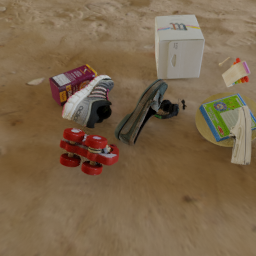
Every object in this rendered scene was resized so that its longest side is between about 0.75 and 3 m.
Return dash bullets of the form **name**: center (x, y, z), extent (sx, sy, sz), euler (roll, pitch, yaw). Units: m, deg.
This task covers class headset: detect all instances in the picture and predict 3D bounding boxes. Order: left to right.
- **headset**: center (1.283, -0.540, 8.374), extent (1.113, 0.523, 0.687), euler (-31, 37, -22)

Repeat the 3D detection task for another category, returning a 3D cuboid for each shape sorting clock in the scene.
- **shape sorting clock**: center (2.832, -0.266, 7.915), extent (1.812, 0.356, 1.812), euler (-4, 57, 7)

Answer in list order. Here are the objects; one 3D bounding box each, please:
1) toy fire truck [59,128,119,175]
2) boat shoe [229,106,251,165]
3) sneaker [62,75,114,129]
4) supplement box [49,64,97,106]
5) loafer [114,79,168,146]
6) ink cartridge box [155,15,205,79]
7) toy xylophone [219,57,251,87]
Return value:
- **toy fire truck**: center (-0.847, 0.474, 6.682), extent (1.465, 0.821, 1.230), euler (16, 15, 22)
- **boat shoe**: center (2.843, 0.165, 7.160), extent (0.504, 0.552, 1.535), euler (2, 80, 14)
- **sneaker**: center (-0.890, -0.738, 8.281), extent (1.093, 0.922, 2.499), euler (35, 35, 2)
- **supplement box**: center (-1.723, -1.382, 8.973), extent (1.405, 0.775, 0.602), euler (-29, 55, -28)
- **loafer**: center (0.514, -0.397, 7.645), extent (0.656, 0.750, 2.086), euler (34, 81, 31)
- **ink cartridge box**: center (1.754, -2.925, 10.073), extent (1.503, 1.510, 2.079), euler (-1, 43, 3)
- **toy xylophone**: center (3.166, -1.694, 8.431), extent (0.302, 0.879, 1.201), euler (-21, 2, -8)
